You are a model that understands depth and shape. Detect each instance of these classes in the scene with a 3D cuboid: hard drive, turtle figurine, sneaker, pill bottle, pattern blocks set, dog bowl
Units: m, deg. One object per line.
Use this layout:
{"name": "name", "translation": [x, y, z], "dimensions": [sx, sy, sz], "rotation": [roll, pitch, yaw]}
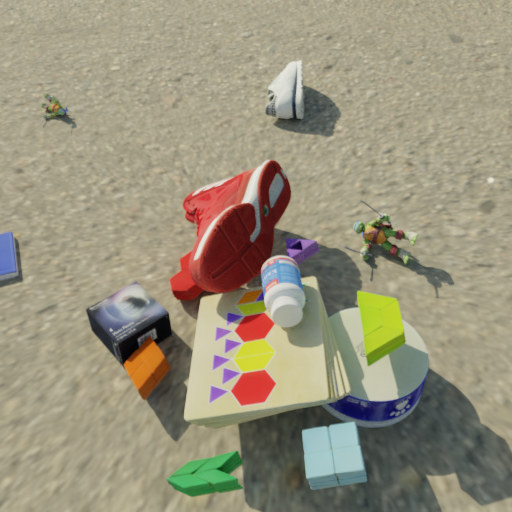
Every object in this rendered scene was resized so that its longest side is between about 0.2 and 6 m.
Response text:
{"name": "hard drive", "translation": [-4.522, 0.037, 9.651], "dimensions": [0.708, 0.136, 1.074], "rotation": [-15, 46, -15]}
{"name": "turtle figurine", "translation": [2.117, -0.275, 9.523], "dimensions": [1.091, 1.125, 0.810], "rotation": [21, 81, 15]}
{"name": "sneaker", "translation": [-0.637, -0.375, 9.340], "dimensions": [1.744, 1.183, 3.019], "rotation": [-13, 27, 36]}
{"name": "pill bottle", "translation": [0.372, 0.489, 7.637], "dimensions": [0.554, 0.554, 0.987], "rotation": [-3, 35, -3]}
{"name": "turtle figurine", "translation": [-4.851, -3.504, 13.068], "dimensions": [0.746, 0.537, 0.724], "rotation": [-26, 45, -29]}
{"name": "sneaker", "translation": [0.710, -4.056, 13.494], "dimensions": [0.882, 0.837, 2.190], "rotation": [-3, 42, 10]}
{"name": "pattern blocks set", "translation": [0.075, 1.199, 7.601], "dimensions": [3.790, 0.349, 4.312], "rotation": [-6, 37, 16]}
{"name": "dog bowl", "translation": [1.533, 1.506, 7.764], "dimensions": [1.601, 0.631, 1.601], "rotation": [0, 44, 0]}

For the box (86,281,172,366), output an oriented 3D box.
{"name": "box", "translation": [-1.897, 0.985, 8.367], "dimensions": [0.902, 0.556, 0.894], "rotation": [-32, 51, -30]}
